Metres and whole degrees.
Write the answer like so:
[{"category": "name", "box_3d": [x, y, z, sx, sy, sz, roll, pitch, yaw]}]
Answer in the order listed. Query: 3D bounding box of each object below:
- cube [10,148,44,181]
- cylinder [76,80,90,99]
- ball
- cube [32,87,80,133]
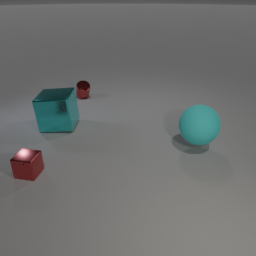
[{"category": "cube", "box_3d": [-3.138, 1.136, 8.765, 0.700, 0.700, 0.700, 5, 28, 10]}, {"category": "cylinder", "box_3d": [-2.329, -1.976, 14.491, 0.700, 0.700, 0.700, 6, 58, -10]}, {"category": "ball", "box_3d": [2.469, -0.106, 9.688, 1.400, 1.400, 1.400, 0, 27, 0]}, {"category": "cube", "box_3d": [-2.911, -0.761, 11.544, 1.400, 1.400, 1.400, -3, 27, 5]}]
